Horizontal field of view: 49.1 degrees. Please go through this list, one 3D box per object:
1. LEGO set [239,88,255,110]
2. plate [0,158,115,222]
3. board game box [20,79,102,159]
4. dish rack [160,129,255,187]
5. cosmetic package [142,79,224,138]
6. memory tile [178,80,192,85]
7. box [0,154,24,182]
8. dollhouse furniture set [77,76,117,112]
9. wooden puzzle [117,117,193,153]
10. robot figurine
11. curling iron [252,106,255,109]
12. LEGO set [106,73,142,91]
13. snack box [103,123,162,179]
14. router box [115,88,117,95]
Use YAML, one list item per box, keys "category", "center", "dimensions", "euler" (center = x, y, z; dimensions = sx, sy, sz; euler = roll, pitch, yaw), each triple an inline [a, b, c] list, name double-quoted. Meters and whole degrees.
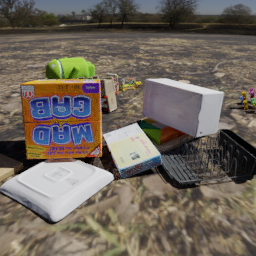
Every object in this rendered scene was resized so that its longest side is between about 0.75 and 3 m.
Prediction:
- category: "LEGO set"
  center: [5.762, -1.452, 13.415]
  dimensions: [0.717, 0.771, 1.879]
  euler: [-11, 21, 18]
- category: "plate"
  center: [-1.904, 1.391, 7.667]
  dimensions: [2.286, 0.370, 2.281]
  euler: [16, 27, 32]
- category: "board game box"
  center: [-1.954, -0.411, 8.977]
  dimensions: [2.194, 2.192, 2.192]
  euler: [-1, 12, -5]
- category: "dish rack"
  center: [2.364, 0.853, 8.456]
  dimensions: [2.713, 0.740, 2.081]
  euler: [-6, 24, -11]
- category: "cosmetic package"
  center: [1.807, -0.813, 9.884]
  dimensions: [1.163, 1.475, 2.742]
  euler: [-9, 24, -37]
- category: "memory tile"
  center: [2.852, -2.278, 16.083]
  dimensions: [2.155, 0.236, 2.812]
  euler: [-2, 24, -6]
- category: "box"
  center: [-4.406, 1.319, 8.018]
  dimensions: [1.740, 0.226, 2.129]
  euler: [14, 27, 28]
- category: "dollhouse furniture set"
  center: [-2.072, -1.536, 13.319]
  dimensions: [2.910, 1.516, 2.942]
  euler: [0, 17, 24]
- category: "wooden puzzle"
  center: [1.291, -0.007, 10.657]
  dimensions: [2.669, 0.497, 2.469]
  euler: [-17, 28, -33]
- category: "robot figurine"
  center: [-3.434, -3.195, 16.338]
  dimensions: [2.921, 1.690, 2.562]
  euler: [-11, 32, -24]
- category: "curling iron"
  center: [6.360, -0.933, 13.190]
  dimensions: [0.997, 0.127, 0.247]
  euler: [7, 25, 16]
- category: "LEGO set"
  center: [-0.425, -2.738, 16.249]
  dimensions: [2.506, 0.933, 1.153]
  euler: [1, 24, 1]
- category: "snack box"
  center: [0.069, 0.642, 8.917]
  dimensions: [1.275, 0.407, 2.196]
  euler: [-19, 30, -9]
- category: "router box"
  center: [-1.280, -2.038, 15.383]
  dimensions: [1.166, 0.362, 0.874]
  euler: [-9, 26, -20]
